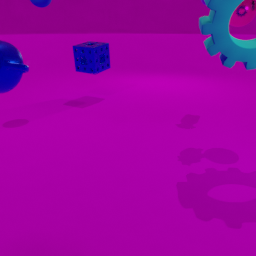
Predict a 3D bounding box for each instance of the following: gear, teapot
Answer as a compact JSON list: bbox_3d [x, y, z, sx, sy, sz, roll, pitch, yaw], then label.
[{"bbox_3d":[2.429,-2.097,5.355,2.019,2.019,0.373,1,42,2],"label":"gear"},{"bbox_3d":[-1.925,-0.881,3.907,1.230,0.765,0.602,8,1,13],"label":"teapot"}]

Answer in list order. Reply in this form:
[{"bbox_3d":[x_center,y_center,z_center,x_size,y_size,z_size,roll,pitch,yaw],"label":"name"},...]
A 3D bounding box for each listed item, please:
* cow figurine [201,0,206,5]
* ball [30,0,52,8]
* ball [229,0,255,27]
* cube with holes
[{"bbox_3d":[2.571,-4.417,9.133,0.673,1.227,1.207,7,66,23],"label":"cow figurine"},{"bbox_3d":[-2.809,-4.258,8.965,0.744,0.744,0.744,0,20,0],"label":"ball"},{"bbox_3d":[2.724,-2.872,6.808,0.781,0.781,0.781,0,20,0],"label":"ball"},{"bbox_3d":[-1.430,-2.819,11.166,1.021,1.021,1.021,15,32,29],"label":"cube with holes"}]
